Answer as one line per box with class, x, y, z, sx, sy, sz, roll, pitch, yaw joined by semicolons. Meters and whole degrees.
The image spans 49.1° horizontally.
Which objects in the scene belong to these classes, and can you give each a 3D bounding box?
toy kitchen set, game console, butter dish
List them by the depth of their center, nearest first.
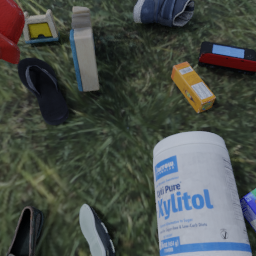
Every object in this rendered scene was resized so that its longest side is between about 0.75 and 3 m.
butter dish;-2.751;-2.347;5.590;1.846;1.841;1.365;33;79;-21
game console;3.346;-2.459;9.110;1.898;1.127;1.636;13;60;7
toy kitchen set;-2.289;-2.594;9.193;2.390;1.757;2.983;-7;39;-4

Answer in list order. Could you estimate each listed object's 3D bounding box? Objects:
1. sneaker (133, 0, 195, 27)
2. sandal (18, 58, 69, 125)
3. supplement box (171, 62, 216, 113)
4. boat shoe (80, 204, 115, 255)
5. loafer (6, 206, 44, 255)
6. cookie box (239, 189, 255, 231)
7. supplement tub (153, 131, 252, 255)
sneaker;1.624;-4.941;10.525;2.043;1.075;2.828;14;69;21
sandal;-2.622;-1.341;8.737;1.061;0.597;2.790;-29;63;-16
supplement box;2.003;-1.286;8.740;0.570;0.551;1.656;-20;61;-14
boat shoe;-0.738;2.436;6.569;0.430;0.539;1.426;13;39;-41
loafer;-2.414;2.742;6.250;0.718;0.628;1.998;2;59;1
cookie box;3.678;2.086;6.652;1.388;0.610;1.623;-26;63;-16
supplement tub;1.523;1.677;6.215;1.823;1.823;2.763;-2;59;-1
